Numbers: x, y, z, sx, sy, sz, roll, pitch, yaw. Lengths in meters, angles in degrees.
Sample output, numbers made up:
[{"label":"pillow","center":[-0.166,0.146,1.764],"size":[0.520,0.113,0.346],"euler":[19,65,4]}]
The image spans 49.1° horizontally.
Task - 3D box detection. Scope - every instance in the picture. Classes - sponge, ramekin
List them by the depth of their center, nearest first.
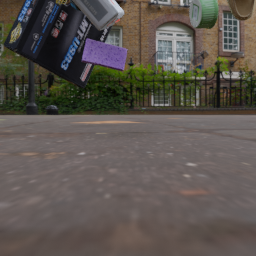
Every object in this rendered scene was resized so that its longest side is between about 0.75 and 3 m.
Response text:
[{"label":"sponge","center":[-0.587,-1.854,7.141],"size":[1.085,0.605,0.162],"euler":[11,-14,-14]},{"label":"ramekin","center":[2.637,-4.100,9.896],"size":[0.583,1.193,1.193],"euler":[-10,5,-9]}]

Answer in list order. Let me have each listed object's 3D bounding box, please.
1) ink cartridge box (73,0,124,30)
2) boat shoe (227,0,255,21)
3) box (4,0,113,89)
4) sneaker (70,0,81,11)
[{"label":"ink cartridge box","center":[-0.607,-2.338,4.504],"size":[0.453,1.466,1.807],"euler":[-37,15,24]},{"label":"boat shoe","center":[2.823,-3.670,6.884],"size":[0.708,1.963,0.638],"euler":[-7,20,9]},{"label":"box","center":[-1.715,-2.839,7.991],"size":[0.668,2.687,2.667],"euler":[25,-1,35]},{"label":"sneaker","center":[-0.544,-3.622,6.336],"size":[0.813,2.220,0.909],"euler":[41,-7,14]}]
